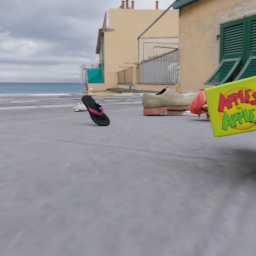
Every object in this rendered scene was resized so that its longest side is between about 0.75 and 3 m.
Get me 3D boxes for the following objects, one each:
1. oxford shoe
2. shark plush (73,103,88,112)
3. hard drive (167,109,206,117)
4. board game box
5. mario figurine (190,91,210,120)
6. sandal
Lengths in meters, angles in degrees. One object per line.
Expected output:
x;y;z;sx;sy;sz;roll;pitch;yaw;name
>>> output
1.893;-1.207;11.326;2.757;1.031;0.971;-11;8;-16;oxford shoe
-2.055;-0.914;12.992;0.976;0.443;0.407;-5;-22;-2;shark plush
2.460;-0.637;11.476;1.460;0.195;0.963;8;12;40;hard drive
1.972;-0.307;4.064;1.263;0.592;2.487;-12;-4;23;board game box
3.189;-0.613;9.381;2.215;1.174;1.367;0;-10;25;mario figurine
-0.978;-0.566;8.379;0.481;0.289;1.281;-22;65;-35;sandal
